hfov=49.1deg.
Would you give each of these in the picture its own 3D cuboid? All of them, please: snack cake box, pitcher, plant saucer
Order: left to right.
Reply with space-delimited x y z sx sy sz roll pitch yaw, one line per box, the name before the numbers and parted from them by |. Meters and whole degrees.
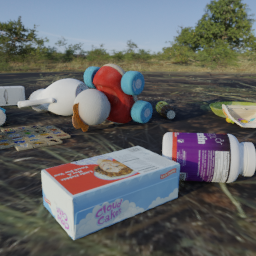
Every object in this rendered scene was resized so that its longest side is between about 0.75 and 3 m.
pitcher | -3.253 -1.262 12.466 2.721 1.649 2.334 -2 14 29
snack cake box | -0.277 1.029 5.116 2.217 0.745 1.275 -11 20 -34
plant saucer | 5.150 -0.781 12.745 2.813 0.437 2.813 0 15 0

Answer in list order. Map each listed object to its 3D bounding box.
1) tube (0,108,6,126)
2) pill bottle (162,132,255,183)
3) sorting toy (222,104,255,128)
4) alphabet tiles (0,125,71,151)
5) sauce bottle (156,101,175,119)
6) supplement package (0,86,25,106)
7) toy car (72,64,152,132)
tube | -5.627 -0.607 11.737 1.105 0.719 2.854 2 8 -28
pill bottle | 1.682 0.632 6.056 1.862 1.047 1.047 1 15 7
sorting toy | 4.446 -0.347 10.657 1.467 0.784 1.320 2 22 2
alphabet tiles | -3.305 0.264 9.406 2.223 0.085 2.671 -9 17 -32
sauce bottle | 1.685 -0.796 12.471 0.603 0.603 1.862 -2 14 -7
supplement package | -6.628 -1.772 15.436 1.685 0.985 0.988 -8 17 -29
toy car | -1.009 -0.746 10.426 2.554 2.451 2.771 18 50 40
